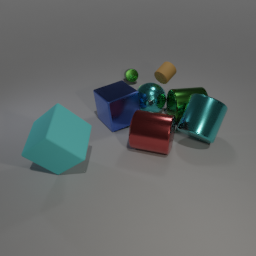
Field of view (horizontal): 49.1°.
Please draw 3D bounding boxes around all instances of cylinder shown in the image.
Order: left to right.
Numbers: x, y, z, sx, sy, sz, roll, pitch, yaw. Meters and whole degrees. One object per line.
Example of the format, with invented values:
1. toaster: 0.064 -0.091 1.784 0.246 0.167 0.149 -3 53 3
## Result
1. cylinder: 0.169 -2.910 15.434 0.700 0.700 0.700 -5 14 -9
2. cylinder: 0.887 0.132 9.977 1.400 1.400 1.400 10 33 15
3. cylinder: 1.612 -2.376 12.069 0.700 0.700 0.700 27 66 36
4. cylinder: 2.478 -0.979 11.772 1.400 1.400 1.400 -5 32 -9
5. cylinder: 2.705 -0.335 10.235 1.400 1.400 1.400 24 -3 1

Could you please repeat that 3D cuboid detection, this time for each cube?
1. cube: -2.188 0.377 8.767 1.400 1.400 1.400 -30 38 34
2. cube: -0.433 -0.933 11.580 1.400 1.400 1.400 -23 38 -21

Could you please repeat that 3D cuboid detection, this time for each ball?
1. ball: 0.990 -1.305 12.363 1.400 1.400 1.400 0 32 0
